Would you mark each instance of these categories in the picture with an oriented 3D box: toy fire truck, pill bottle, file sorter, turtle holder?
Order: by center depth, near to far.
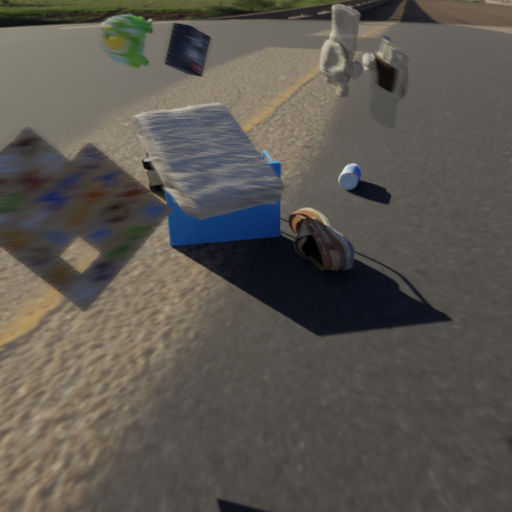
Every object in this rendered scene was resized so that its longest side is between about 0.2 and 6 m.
[{"bbox_3d":[-2.593,-4.229,11.071,0.947,1.013,1.334,9,33,-10],"label":"turtle holder"},{"bbox_3d":[-0.805,-1.372,12.484,2.437,1.691,1.495,-6,26,-10],"label":"file sorter"},{"bbox_3d":[-1.947,-2.344,14.979,1.802,1.159,1.586,-9,28,5],"label":"toy fire truck"},{"bbox_3d":[2.542,-2.150,14.997,0.505,0.505,0.901,10,31,17],"label":"pill bottle"}]

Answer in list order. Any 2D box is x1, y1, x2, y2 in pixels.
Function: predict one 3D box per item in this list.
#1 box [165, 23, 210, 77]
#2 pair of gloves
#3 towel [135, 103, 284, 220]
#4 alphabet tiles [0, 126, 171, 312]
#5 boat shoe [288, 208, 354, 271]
[{"bbox_3d":[-1.392,-4.189,11.433,0.436,0.838,0.763,19,12,25],"label":"box"},{"bbox_3d":[2.017,-3.609,10.809,0.369,1.789,2.104,-32,63,-24],"label":"pair of gloves"},{"bbox_3d":[-0.645,-1.306,7.393,1.361,0.354,2.053,-14,53,-24],"label":"towel"},{"bbox_3d":[-2.745,-0.687,8.047,1.967,2.353,0.089,-52,7,-14],"label":"alphabet tiles"},{"bbox_3d":[1.162,-0.360,11.554,0.774,0.816,2.155,-14,31,-21],"label":"boat shoe"}]
